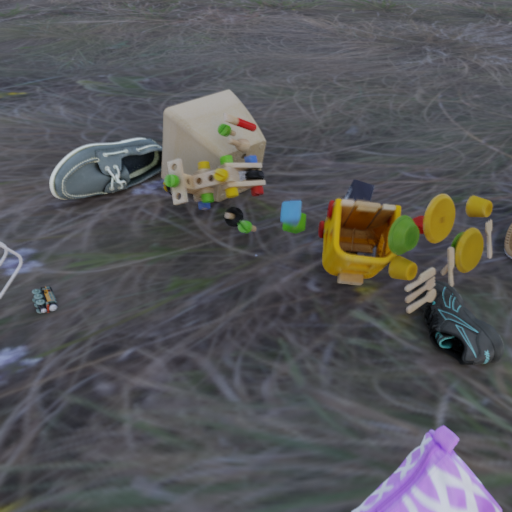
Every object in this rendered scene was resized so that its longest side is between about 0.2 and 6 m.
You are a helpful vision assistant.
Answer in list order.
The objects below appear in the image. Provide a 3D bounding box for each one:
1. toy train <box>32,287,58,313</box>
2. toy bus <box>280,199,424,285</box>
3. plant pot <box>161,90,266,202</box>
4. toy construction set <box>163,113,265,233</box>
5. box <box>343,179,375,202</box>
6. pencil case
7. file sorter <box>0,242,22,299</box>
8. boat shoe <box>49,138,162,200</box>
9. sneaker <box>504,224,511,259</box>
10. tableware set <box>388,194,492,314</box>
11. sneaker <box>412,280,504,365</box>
[{"bbox_3d":[-3.824,0.794,10.133,0.369,0.276,0.647,-10,35,-29],"label":"toy train"},{"bbox_3d":[1.773,-0.138,10.194,2.341,1.282,2.481,-7,-19,45],"label":"toy bus"},{"bbox_3d":[-0.911,-2.491,13.460,2.015,2.017,1.786,-28,55,-34],"label":"plant pot"},{"bbox_3d":[-0.914,-1.839,11.652,1.905,2.285,1.756,20,8,34],"label":"toy construction set"},{"bbox_3d":[2.059,-0.999,11.739,0.467,0.898,0.818,19,67,1],"label":"box"},{"bbox_3d":[1.211,2.898,5.630,2.542,1.087,1.067,-39,15,-6],"label":"pencil case"},{"bbox_3d":[-5.367,-0.012,9.922,1.952,1.354,1.215,24,78,29],"label":"file sorter"},{"bbox_3d":[-3.406,-2.104,13.470,0.986,1.162,3.192,20,35,32],"label":"boat shoe"},{"bbox_3d":[5.866,-0.579,11.807,0.722,1.117,2.059,28,74,29],"label":"sneaker"},{"bbox_3d":[3.135,-0.288,9.479,2.615,1.762,0.401,-27,29,-30],"label":"tableware set"},{"bbox_3d":[3.171,1.073,9.322,0.774,0.737,1.954,-17,38,-19],"label":"sneaker"}]
